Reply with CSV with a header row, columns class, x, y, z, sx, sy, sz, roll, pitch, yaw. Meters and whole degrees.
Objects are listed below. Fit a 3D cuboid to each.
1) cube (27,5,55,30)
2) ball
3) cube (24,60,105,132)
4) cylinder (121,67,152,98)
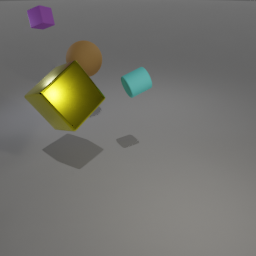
class,x,y,z,sx,sy,sz,roll,pitch,yaw
cube,-3.524,-4.468,11.360,0.700,0.700,0.700,-7,9,29
ball,-1.704,-2.676,10.905,1.400,1.400,1.400,0,28,0
cube,-1.813,-0.883,8.067,1.400,1.400,1.400,3,48,54
cylinder,0.251,-1.361,8.355,0.700,0.700,0.700,-29,35,-11
